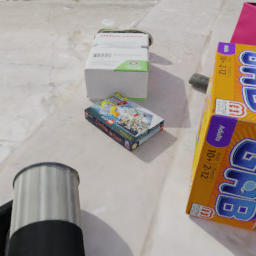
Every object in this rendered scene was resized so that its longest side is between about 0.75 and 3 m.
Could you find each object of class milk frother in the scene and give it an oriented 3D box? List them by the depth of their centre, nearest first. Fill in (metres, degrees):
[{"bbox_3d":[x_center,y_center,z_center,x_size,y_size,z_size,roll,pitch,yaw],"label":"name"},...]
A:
[{"bbox_3d":[-1.935,1.649,4.927,2.187,2.423,2.279,-13,43,-6],"label":"milk frother"}]

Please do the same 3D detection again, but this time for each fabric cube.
[{"bbox_3d":[5.067,-2.433,9.246,2.571,2.563,2.522,-8,40,-22],"label":"fabric cube"}]

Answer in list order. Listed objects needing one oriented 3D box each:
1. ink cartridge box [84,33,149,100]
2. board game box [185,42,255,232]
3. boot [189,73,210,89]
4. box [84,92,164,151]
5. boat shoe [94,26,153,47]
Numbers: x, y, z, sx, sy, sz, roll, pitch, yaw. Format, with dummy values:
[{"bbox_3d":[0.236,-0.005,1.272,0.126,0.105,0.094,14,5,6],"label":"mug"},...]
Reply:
[{"bbox_3d":[-0.307,-2.375,10.413,2.125,1.227,2.921,2,41,3],"label":"ink cartridge box"},{"bbox_3d":[3.073,0.232,6.131,2.917,2.916,2.918,11,42,12],"label":"board game box"},{"bbox_3d":[2.846,-1.498,9.963,1.442,0.523,1.312,29,34,20],"label":"boot"},{"bbox_3d":[-0.143,-0.276,8.651,1.426,0.393,2.087,-33,51,-32],"label":"box"},{"bbox_3d":[-0.254,-3.877,12.438,2.717,0.971,0.893,16,52,22],"label":"boat shoe"}]
